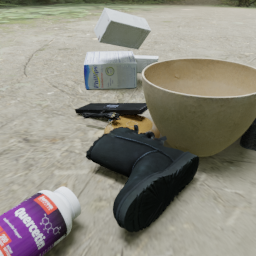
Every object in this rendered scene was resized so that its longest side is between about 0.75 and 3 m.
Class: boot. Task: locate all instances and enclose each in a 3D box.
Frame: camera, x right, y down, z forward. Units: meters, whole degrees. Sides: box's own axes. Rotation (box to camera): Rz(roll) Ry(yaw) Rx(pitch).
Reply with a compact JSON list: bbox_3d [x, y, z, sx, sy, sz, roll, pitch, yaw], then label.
[{"bbox_3d":[0.006,0.843,6.004,2.207,0.997,2.693,21,32,34],"label":"boot"}]

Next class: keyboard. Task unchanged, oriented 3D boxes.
[{"bbox_3d":[-0.630,-0.524,8.796,2.436,0.251,1.548,2,19,30],"label":"keyboard"}]

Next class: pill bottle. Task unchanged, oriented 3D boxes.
[{"bbox_3d":[-1.574,1.642,4.584,0.910,0.910,1.618,21,36,33],"label":"pill bottle"}]

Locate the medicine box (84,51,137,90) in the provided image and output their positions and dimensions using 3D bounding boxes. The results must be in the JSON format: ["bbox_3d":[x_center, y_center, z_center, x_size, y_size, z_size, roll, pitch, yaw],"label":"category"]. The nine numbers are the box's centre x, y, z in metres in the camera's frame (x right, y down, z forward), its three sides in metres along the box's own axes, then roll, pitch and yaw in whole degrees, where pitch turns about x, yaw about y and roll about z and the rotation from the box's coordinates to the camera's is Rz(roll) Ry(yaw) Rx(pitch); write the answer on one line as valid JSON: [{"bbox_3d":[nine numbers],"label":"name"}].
[{"bbox_3d":[-0.750,-2.514,11.981,2.138,1.101,1.948,-3,29,-3],"label":"medicine box"}]

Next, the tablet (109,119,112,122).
[{"bbox_3d":[-0.167,-0.091,8.646,0.645,0.068,0.992,-10,29,-17],"label":"tablet"}]

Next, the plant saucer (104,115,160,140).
[{"bbox_3d":[0.124,-0.001,8.184,1.656,0.293,1.656,1,31,-1],"label":"plant saucer"}]

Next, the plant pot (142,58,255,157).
[{"bbox_3d":[1.835,-0.449,7.261,2.997,2.012,2.997,0,29,0],"label":"plant pot"}]

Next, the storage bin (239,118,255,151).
[{"bbox_3d":[4.027,0.107,7.515,1.741,0.816,1.177,15,32,23],"label":"storage bin"}]

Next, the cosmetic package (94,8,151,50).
[{"bbox_3d":[-0.205,-3.745,10.713,1.897,1.071,0.770,2,55,-37],"label":"cosmetic package"}]

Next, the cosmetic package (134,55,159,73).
[{"bbox_3d":[0.682,-3.028,13.316,1.484,0.754,0.549,5,29,7],"label":"cosmetic package"}]
